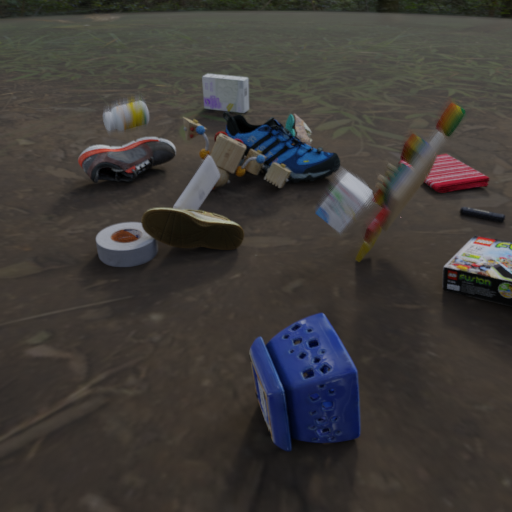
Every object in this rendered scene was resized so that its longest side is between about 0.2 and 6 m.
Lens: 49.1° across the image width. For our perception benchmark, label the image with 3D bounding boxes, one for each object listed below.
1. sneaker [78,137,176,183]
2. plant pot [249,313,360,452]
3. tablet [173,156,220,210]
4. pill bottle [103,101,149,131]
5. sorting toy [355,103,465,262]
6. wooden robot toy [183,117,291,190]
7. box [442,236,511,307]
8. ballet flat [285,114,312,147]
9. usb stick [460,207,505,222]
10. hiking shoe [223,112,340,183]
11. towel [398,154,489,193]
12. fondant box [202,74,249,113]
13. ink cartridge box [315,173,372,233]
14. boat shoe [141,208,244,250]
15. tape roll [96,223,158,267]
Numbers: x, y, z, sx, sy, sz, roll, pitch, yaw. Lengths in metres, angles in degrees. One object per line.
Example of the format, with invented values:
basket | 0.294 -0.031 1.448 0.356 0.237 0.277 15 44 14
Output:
sneaker | -3.198 -2.303 14.457 2.549 0.982 1.044 -15 61 -25
plant pot | 0.575 1.635 7.100 1.110 1.235 1.235 -14 32 -9
tablet | -1.212 -1.344 11.679 0.093 0.887 1.363 28 76 20
pill bottle | -2.537 -2.703 10.898 0.804 0.453 0.453 -24 37 -28
sorting toy | 2.767 -1.418 10.843 0.561 1.598 3.315 35 78 16
wooden robot toy | -0.712 -2.230 13.882 2.956 1.341 1.302 25 15 -10
box | 4.853 0.384 9.557 2.831 0.491 1.558 14 32 36
ballet flat | 1.286 -3.597 16.756 0.731 0.740 2.173 18 33 -11
usb stick | 5.060 -0.931 12.521 0.948 0.155 0.263 15 34 25
hiking shoe | 0.564 -2.809 14.481 3.298 1.430 1.227 11 32 19
towel | 4.841 -2.165 14.586 1.510 0.235 2.088 -9 29 -11
fondant box | -1.075 -5.755 19.849 1.607 1.159 0.468 12 34 21
ink cartridge box | 1.619 -0.987 10.313 0.595 0.811 0.592 38 35 4
boat shoe | -1.287 -0.556 11.201 2.035 0.753 0.675 13 15 -18
tape roll | -2.545 -0.234 11.082 1.179 0.389 1.179 0 29 0
